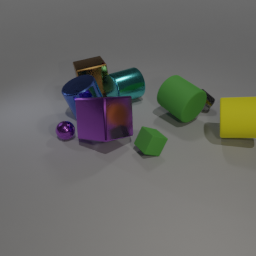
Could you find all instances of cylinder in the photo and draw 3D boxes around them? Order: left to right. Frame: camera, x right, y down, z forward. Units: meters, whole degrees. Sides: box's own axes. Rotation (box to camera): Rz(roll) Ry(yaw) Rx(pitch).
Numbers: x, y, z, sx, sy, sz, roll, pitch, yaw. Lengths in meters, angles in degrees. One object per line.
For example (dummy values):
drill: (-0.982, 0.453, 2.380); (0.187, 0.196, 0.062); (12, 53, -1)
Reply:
cylinder: (-1.733, -1.175, 11.218); (1.400, 1.400, 1.400); (-13, 39, 11)
cylinder: (-0.161, -1.889, 12.621); (1.400, 1.400, 1.400); (-21, 38, -25)
cylinder: (2.098, -1.156, 11.013); (1.400, 1.400, 1.400); (-23, 48, -32)
cylinder: (3.205, -1.190, 11.927); (0.700, 0.700, 0.700); (37, 32, -11)
cylinder: (3.892, -0.358, 9.618); (1.400, 1.400, 1.400); (0, 31, 18)

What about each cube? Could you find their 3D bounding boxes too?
cube: (-1.722, -2.440, 13.334); (1.400, 1.400, 1.400); (-15, 33, -10)
cube: (-0.800, -0.364, 9.634); (1.400, 1.400, 1.400); (4, 10, 40)
cube: (0.761, 0.447, 9.411); (0.700, 0.700, 0.700); (12, 20, -39)

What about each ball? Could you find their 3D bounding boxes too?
ball: (-2.277, 0.085, 10.188); (0.700, 0.700, 0.700); (0, 32, 0)
